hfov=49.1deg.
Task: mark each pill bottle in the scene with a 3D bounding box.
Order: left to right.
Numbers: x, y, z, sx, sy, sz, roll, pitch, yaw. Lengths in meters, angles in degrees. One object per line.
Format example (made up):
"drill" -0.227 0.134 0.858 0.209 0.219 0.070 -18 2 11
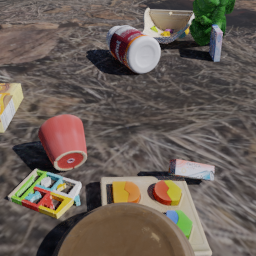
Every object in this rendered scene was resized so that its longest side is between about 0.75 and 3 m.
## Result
"pill bottle" 0.082 -3.033 10.478 1.328 1.328 2.352 -16 36 -21

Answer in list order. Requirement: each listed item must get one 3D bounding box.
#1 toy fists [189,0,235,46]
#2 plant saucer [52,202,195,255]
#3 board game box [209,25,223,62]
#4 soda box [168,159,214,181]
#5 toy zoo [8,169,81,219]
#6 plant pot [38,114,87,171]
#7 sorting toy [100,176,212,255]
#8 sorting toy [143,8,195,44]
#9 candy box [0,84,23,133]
"toy fists" 3.346 -4.482 11.498 1.469 2.882 0.991 -4 70 5
"plant saucer" -0.079 1.917 3.847 2.117 0.312 2.117 -2 45 2
"board game box" 3.474 -3.378 11.131 0.245 1.130 1.124 -1 34 5
"soda box" 1.220 0.812 5.390 0.873 0.298 0.277 12 -13 -18
"toy zoo" -1.476 1.231 5.308 1.278 0.131 0.839 13 37 19
"plant pot" -1.293 0.347 5.790 0.963 0.963 0.852 -14 55 -19
"sorting toy" 0.385 1.394 4.784 1.652 0.326 1.785 0 33 -9
"sorting toy" 1.691 -4.462 12.770 2.422 1.294 2.181 12 44 21
"candy box" -3.670 -0.591 7.607 1.100 0.527 1.905 -2 35 -2
